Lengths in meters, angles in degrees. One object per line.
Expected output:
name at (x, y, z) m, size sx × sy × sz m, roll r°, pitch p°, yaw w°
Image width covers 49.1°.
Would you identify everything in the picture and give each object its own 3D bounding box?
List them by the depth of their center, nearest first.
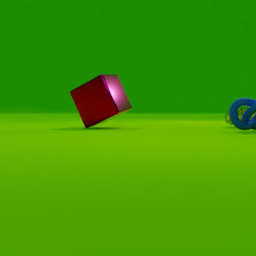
knot shape at (3.008, -0.417, 6.492) m, size 1.145 × 1.072 × 0.529 m, roll 19°, pitch 30°, yaw -20°
cube at (-0.760, -0.805, 8.209) m, size 1.160 × 1.160 × 1.160 m, roll -24°, pitch 1°, yaw 22°
gear at (3.865, -0.378, 8.621) m, size 1.632 × 0.302 × 1.632 m, roll -1°, pitch -12°, yaw 0°
